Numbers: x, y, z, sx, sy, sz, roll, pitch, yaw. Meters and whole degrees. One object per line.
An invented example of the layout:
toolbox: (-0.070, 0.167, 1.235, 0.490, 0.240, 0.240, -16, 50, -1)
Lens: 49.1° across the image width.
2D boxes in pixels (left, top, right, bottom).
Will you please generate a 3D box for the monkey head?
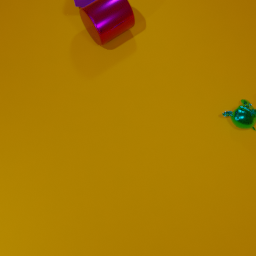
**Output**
monkey head: (3.448, -0.408, 8.381, 1.214, 0.731, 0.873, 24, 36, -11)

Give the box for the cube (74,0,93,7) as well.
cube: (-1.454, -4.621, 9.427, 0.719, 0.719, 0.719, 0, 67, 1)

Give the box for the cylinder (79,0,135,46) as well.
cylinder: (-0.656, -3.494, 8.895, 1.298, 1.298, 1.298, -35, 77, -9)
